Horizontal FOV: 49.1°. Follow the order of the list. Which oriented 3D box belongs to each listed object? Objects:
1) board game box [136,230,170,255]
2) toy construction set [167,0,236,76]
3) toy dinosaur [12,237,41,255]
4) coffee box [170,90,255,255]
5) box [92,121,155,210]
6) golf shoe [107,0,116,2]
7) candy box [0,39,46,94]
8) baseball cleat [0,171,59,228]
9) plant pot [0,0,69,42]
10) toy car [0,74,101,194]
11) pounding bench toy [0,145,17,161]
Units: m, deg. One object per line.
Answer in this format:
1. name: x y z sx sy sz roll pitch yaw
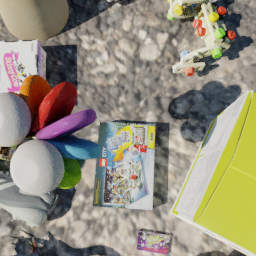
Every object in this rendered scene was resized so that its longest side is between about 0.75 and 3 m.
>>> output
1. board game box: 0.678 3.092 7.588 0.852 0.138 0.512 8 81 2
2. toy construction set: 2.060 -3.034 8.440 1.931 1.357 2.945 -1 83 -25
3. toy dinosaur: -3.180 3.456 6.506 2.413 2.659 1.396 -7 84 -47
4. coffee box: 3.079 1.413 6.531 2.957 2.929 2.962 27 78 6
5. box: -0.084 1.041 7.908 1.624 0.448 2.378 4 76 1
6. golf shoe: -0.294 -4.526 9.101 2.406 0.873 1.108 7 80 11
7. candy box: -3.789 -1.389 8.258 2.558 0.915 2.146 -4 76 -1
8. baseball cleat: -3.310 1.444 7.643 2.945 1.027 1.567 31 72 -3
9. plant pot: -3.044 -4.081 8.208 2.165 2.311 2.165 0 77 0
10. toy car: -1.219 0.008 4.623 1.463 1.707 1.951 -35 87 10
11. pounding bench toy: -3.867 0.257 7.899 1.365 0.848 1.065 11 77 3
